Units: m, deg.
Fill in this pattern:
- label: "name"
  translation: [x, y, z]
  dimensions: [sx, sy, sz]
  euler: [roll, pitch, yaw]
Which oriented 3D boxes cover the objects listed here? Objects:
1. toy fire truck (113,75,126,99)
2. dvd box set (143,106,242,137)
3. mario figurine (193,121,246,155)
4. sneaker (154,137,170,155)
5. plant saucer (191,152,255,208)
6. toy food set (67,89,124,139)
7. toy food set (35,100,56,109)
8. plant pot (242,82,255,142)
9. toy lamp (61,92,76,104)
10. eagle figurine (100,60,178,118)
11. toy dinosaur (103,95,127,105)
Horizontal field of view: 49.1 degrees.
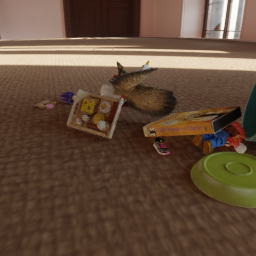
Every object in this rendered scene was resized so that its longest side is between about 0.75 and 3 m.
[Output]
- label: "toy fire truck"
  translation: [-0.026, -1.698, 13.708]
  dimensions: [1.723, 1.150, 2.052]
  euler: [18, 17, -21]
- label: "dvd box set"
  translation: [2.170, -0.213, 9.652]
  dimensions: [2.019, 0.406, 2.760]
  euler: [-22, 12, -41]
- label: "mario figurine"
  translation: [3.023, 0.441, 9.060]
  dimensions: [1.843, 1.137, 0.977]
  euler: [-13, -14, -26]
- label: "sneaker"
  translation: [1.073, 0.552, 9.016]
  dimensions: [0.322, 0.382, 0.873]
  euler: [-7, 24, -16]
- label: "plant saucer"
  translation: [2.922, 1.211, 7.483]
  dimensions: [2.417, 0.376, 2.417]
  euler: [-1, 23, 0]
- label: "toy food set"
  translation: [-1.214, -0.554, 10.086]
  dimensions: [2.044, 1.467, 0.617]
  euler: [15, -4, 30]
- label: "toy food set"
  translation: [-3.783, -1.078, 13.159]
  dimensions: [0.805, 0.200, 1.267]
  euler: [6, 16, 14]
- label: "plant pot"
  translation: [5.601, -0.569, 8.860]
  dimensions: [2.807, 2.988, 2.988]
  euler: [19, 26, 6]
- label: "toy lamp"
  translation: [-2.162, -1.398, 13.352]
  dimensions: [2.143, 0.624, 0.624]
  euler: [5, 23, 14]
- label: "eagle figurine"
  translation: [0.314, -1.681, 11.007]
  dimensions: [2.224, 2.212, 2.932]
  euler: [-4, 30, -23]
- label: "toy dinosaur"
  translation: [-0.813, -0.907, 12.027]
  dimensions: [0.984, 1.874, 1.701]
  euler: [33, -5, 21]
